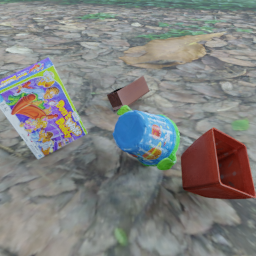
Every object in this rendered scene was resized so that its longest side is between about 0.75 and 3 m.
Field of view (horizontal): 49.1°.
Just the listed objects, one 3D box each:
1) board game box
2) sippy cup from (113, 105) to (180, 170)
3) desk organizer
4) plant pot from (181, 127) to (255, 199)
[{"bbox_3d":[-2.088,-0.399,6.868,1.479,2.199,0.492,-29,43,-9],"label":"board game box"},{"bbox_3d":[0.363,0.185,6.650,1.734,1.362,1.271,9,-8,38],"label":"sippy cup"},{"bbox_3d":[0.043,-1.236,9.884,0.586,0.629,1.633,-10,21,44],"label":"desk organizer"},{"bbox_3d":[1.749,0.862,5.795,1.179,1.040,1.180,24,53,-32],"label":"plant pot"}]
